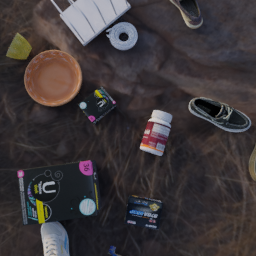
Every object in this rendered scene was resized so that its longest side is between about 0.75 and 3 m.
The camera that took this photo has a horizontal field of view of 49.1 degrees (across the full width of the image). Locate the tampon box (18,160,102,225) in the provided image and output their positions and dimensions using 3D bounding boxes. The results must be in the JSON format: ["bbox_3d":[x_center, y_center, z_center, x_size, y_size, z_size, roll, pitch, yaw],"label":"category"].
[{"bbox_3d":[-2.503,2.384,10.694,2.671,1.686,2.002,-9,84,-1],"label":"tampon box"}]

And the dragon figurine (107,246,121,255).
[{"bbox_3d":[-0.422,5.448,10.951,0.831,0.492,1.671,2,83,0],"label":"dragon figurine"}]

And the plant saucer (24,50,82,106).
[{"bbox_3d":[-3.109,-2.067,11.824,2.402,0.450,2.402,0,83,-1],"label":"plant saucer"}]

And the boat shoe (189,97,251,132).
[{"bbox_3d":[3.797,-0.539,11.444,2.658,0.846,0.940,19,84,2],"label":"boat shoe"}]

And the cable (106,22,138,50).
[{"bbox_3d":[-0.196,-3.928,12.052,1.206,0.418,1.206,-36,85,-5],"label":"cable"}]

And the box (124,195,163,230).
[{"bbox_3d":[0.627,3.384,11.265,1.401,0.322,1.113,11,84,1],"label":"box"}]

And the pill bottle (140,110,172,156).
[{"bbox_3d":[1.162,0.191,11.309,0.958,0.958,1.678,18,84,2],"label":"pill bottle"}]

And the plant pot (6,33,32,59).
[{"bbox_3d":[-4.513,-3.315,11.764,0.758,1.067,1.067,27,84,-24],"label":"plant pot"}]

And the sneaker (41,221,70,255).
[{"bbox_3d":[-2.784,4.775,10.770,0.955,1.008,2.497,-17,83,0],"label":"sneaker"}]

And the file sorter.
[{"bbox_3d":[-1.542,-5.091,11.371,2.582,1.608,1.792,-39,79,4],"label":"file sorter"}]

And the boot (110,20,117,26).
[{"bbox_3d":[-0.770,-4.860,12.258,0.807,0.279,0.702,16,79,-3],"label":"boot"}]

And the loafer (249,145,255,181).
[{"bbox_3d":[5.539,1.048,11.285,0.909,0.806,2.391,11,84,1],"label":"loafer"}]

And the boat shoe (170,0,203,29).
[{"bbox_3d":[2.418,-5.543,11.978,0.952,0.858,2.647,-26,81,-1],"label":"boat shoe"}]

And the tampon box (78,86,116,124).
[{"bbox_3d":[-1.239,-0.925,11.522,1.245,0.786,0.933,-40,85,-4],"label":"tampon box"}]
